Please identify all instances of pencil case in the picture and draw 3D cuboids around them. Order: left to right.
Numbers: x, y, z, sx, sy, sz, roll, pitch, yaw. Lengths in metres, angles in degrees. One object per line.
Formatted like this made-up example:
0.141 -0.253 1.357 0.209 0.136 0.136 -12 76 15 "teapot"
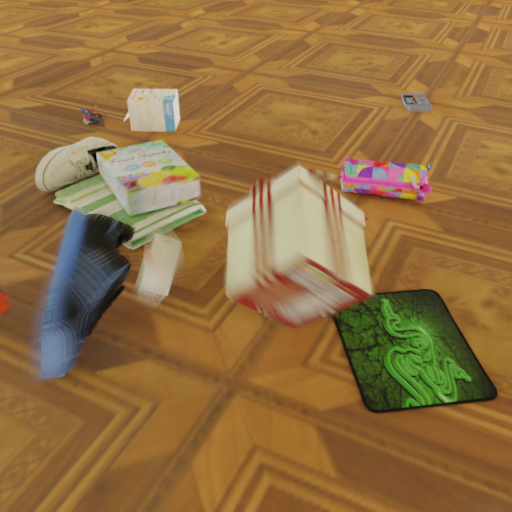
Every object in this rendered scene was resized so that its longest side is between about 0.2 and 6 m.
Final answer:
2.747 -1.638 11.935 1.888 0.835 0.835 7 38 14 "pencil case"

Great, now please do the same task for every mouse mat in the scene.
2.291 1.344 8.608 1.946 0.091 2.419 -5 38 -7 "mouse mat"

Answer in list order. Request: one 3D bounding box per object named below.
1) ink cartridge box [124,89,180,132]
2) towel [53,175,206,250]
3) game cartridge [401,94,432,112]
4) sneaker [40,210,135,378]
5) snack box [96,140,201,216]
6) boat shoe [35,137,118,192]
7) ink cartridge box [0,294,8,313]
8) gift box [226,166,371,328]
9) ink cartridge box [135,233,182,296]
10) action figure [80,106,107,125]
-2.773 -3.847 14.777 1.368 0.857 0.880 1 37 0 "ink cartridge box"
-2.642 -1.097 11.643 2.718 0.318 2.073 27 43 34 "towel"
4.602 -4.423 16.114 0.687 0.203 1.059 4 37 -2 "game cartridge"
-2.543 0.544 8.557 1.075 0.968 2.760 11 61 -14 "sneaker"
-2.285 -1.697 11.724 1.541 0.574 2.166 -16 37 -23 "snack box"
-3.936 -2.044 12.531 0.738 0.808 2.247 11 30 22 "boat shoe"
-4.568 0.816 9.205 0.773 0.194 0.627 -25 44 -25 "ink cartridge box"
0.757 -0.183 8.465 1.939 1.789 1.810 -26 49 32 "gift box"
-1.551 0.138 8.923 0.494 0.907 0.228 20 -11 -29 "ink cartridge box"
-4.369 -3.729 15.163 0.729 0.381 0.705 39 54 7 "action figure"
